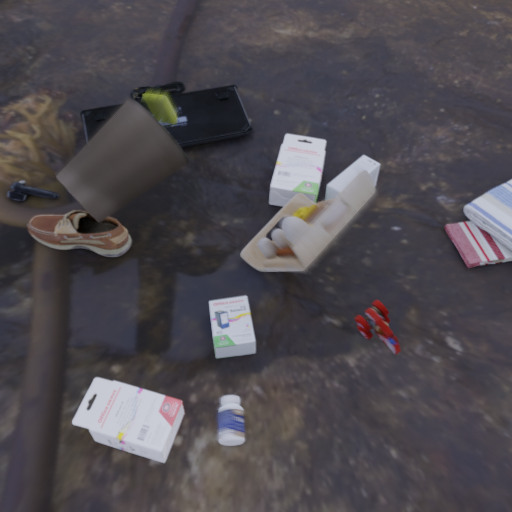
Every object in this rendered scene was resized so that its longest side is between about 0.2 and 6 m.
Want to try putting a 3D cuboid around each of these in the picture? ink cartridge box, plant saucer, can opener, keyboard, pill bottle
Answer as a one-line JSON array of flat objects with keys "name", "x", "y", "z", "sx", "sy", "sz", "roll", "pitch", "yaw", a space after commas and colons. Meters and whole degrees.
[{"name": "ink cartridge box", "x": -0.425, "y": 1.238, "z": 9.820, "sx": 0.708, "sy": 0.426, "sz": 0.974, "roll": -7, "pitch": 50, "yaw": -5}, {"name": "plant saucer", "x": -1.846, "y": -2.907, "z": 10.948, "sx": 0.631, "sy": 0.632, "sz": 0.151, "roll": 19, "pitch": 58, "yaw": 38}, {"name": "can opener", "x": -4.781, "y": -1.372, "z": 12.064, "sx": 1.104, "sy": 0.434, "sz": 0.350, "roll": 7, "pitch": 12, "yaw": 2}, {"name": "ink cartridge box", "x": 0.926, "y": -1.832, "z": 12.166, "sx": 1.001, "sy": 0.575, "sz": 1.708, "roll": 11, "pitch": 54, "yaw": 7}, {"name": "keyboard", "x": -2.205, "y": -3.335, "z": 13.540, "sx": 3.880, "sy": 0.498, "sz": 2.330, "roll": -12, "pitch": 58, "yaw": -11}, {"name": "ink cartridge box", "x": -1.973, "y": 2.530, "z": 8.717, "sx": 1.486, "sy": 0.502, "sz": 0.866, "roll": 14, "pitch": 52, "yaw": 10}, {"name": "pill bottle", "x": -0.391, "y": 2.558, "z": 8.725, "sx": 0.389, "sy": 0.389, "sz": 0.702, "roll": -2, "pitch": 58, "yaw": -2}]

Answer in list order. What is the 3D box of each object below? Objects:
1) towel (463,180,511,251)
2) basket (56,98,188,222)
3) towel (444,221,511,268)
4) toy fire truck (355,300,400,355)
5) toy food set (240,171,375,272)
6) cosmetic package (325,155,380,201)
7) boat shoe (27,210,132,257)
[{"name": "towel", "x": 5.821, "y": -0.874, "z": 11.531, "sx": 2.692, "sy": 0.320, "sz": 1.977, "roll": -26, "pitch": 54, "yaw": -26}, {"name": "basket", "x": -2.468, "y": -1.630, "z": 10.008, "sx": 1.911, "sy": 1.300, "sz": 1.723, "roll": -42, "pitch": 61, "yaw": -8}, {"name": "towel", "x": 4.725, "y": -0.303, "z": 11.249, "sx": 1.563, "sy": 0.178, "sz": 1.126, "roll": -7, "pitch": 49, "yaw": -8}, {"name": "toy fire truck", "x": 1.905, "y": 1.115, "z": 8.484, "sx": 0.462, "sy": 0.824, "sz": 0.692, "roll": -40, "pitch": 59, "yaw": -6}, {"name": "toy food set", "x": 0.778, "y": -0.634, "z": 9.955, "sx": 0.776, "sy": 2.568, "sz": 1.843, "roll": 47, "pitch": 74, "yaw": -14}, {"name": "cosmetic package", "x": 2.040, "y": -1.499, "z": 11.902, "sx": 0.461, "sy": 0.656, "sz": 1.294, "roll": 35, "pitch": 58, "yaw": 25}, {"name": "boat shoe", "x": -3.517, "y": -0.583, "z": 11.080, "sx": 2.124, "sy": 0.762, "sz": 0.804, "roll": 7, "pitch": 51, "yaw": 6}]
